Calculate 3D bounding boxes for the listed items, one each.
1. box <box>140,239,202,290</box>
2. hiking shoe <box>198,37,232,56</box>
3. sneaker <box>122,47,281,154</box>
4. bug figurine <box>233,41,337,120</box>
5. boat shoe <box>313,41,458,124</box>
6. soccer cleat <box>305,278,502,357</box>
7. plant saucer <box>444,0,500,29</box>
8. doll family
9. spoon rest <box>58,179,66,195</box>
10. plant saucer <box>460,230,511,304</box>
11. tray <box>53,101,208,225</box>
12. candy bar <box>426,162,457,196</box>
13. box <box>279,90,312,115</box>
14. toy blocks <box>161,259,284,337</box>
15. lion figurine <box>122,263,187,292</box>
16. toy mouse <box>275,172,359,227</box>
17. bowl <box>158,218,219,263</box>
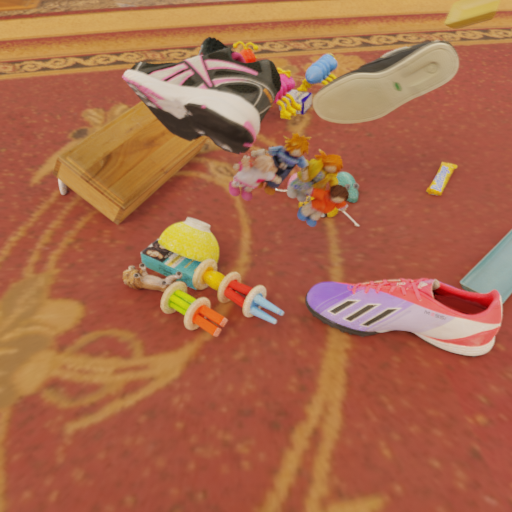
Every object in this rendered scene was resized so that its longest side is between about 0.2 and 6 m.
[{"bbox_3d":[-1.437,0.140,10.158,1.276,0.314,0.525,22,44,24],"label":"box"},{"bbox_3d":[-1.142,-4.245,12.648,0.802,0.934,2.155,38,36,-13],"label":"hiking shoe"},{"bbox_3d":[-0.564,-1.897,6.409,2.320,0.932,1.001,30,76,38],"label":"sneaker"},{"bbox_3d":[0.286,-4.880,15.307,3.858,0.993,2.992,15,47,28],"label":"bug figurine"},{"bbox_3d":[2.276,-3.102,10.027,2.583,0.928,0.873,-16,31,26],"label":"boat shoe"},{"bbox_3d":[2.273,0.723,8.831,2.999,1.098,1.023,12,41,14],"label":"soccer cleat"},{"bbox_3d":[2.918,-3.257,7.458,0.662,0.160,0.662,-2,43,37],"label":"plant saucer"},{"bbox_3d":[0.554,-1.236,8.144,1.898,1.178,0.855,18,62,-21],"label":"doll family"},{"bbox_3d":[-3.122,-2.005,12.390,2.530,0.767,1.257,-15,39,-16],"label":"spoon rest"},{"bbox_3d":[4.579,0.182,10.203,0.788,0.214,2.253,31,48,32],"label":"plant saucer"},{"bbox_3d":[-2.604,-2.247,12.242,1.660,0.623,3.365,38,47,-2],"label":"tray"},{"bbox_3d":[4.152,-1.723,12.539,0.359,0.160,1.441,19,43,22],"label":"candy bar"},{"bbox_3d":[1.086,-4.244,15.402,0.737,0.387,0.678,15,43,17],"label":"box"},{"bbox_3d":[-0.515,0.821,9.115,1.637,0.595,1.365,27,46,28],"label":"toy blocks"},{"bbox_3d":[-1.766,0.446,9.686,1.150,0.704,0.417,20,63,-1],"label":"lion figurine"},{"bbox_3d":[1.464,-1.546,12.116,2.130,0.412,1.893,15,42,18],"label":"toy mouse"},{"bbox_3d":[-1.130,-0.334,10.080,1.124,0.605,1.124,21,6,-2],"label":"bowl"}]
